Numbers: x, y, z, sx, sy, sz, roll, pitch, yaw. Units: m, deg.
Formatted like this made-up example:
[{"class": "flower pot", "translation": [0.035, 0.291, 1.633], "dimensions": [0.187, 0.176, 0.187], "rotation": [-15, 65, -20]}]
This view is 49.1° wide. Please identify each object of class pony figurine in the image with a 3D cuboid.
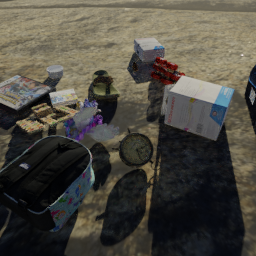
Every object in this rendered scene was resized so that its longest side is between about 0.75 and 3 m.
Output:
[{"class": "pony figurine", "translation": [-1.613, -0.179, 10.610], "dimensions": [2.101, 1.813, 2.177], "rotation": [-29, 39, 16]}]

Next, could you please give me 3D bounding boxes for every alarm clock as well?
[{"class": "alarm clock", "translation": [0.399, 0.877, 9.600], "dimensions": [1.721, 0.573, 1.161], "rotation": [36, 71, 6]}]

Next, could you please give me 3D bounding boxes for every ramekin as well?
[{"class": "ramekin", "translation": [-3.875, -2.991, 14.985], "dimensions": [0.865, 0.422, 0.865], "rotation": [0, 38, 0]}]

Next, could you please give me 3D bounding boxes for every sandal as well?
[{"class": "sandal", "translation": [-1.224, -2.249, 13.666], "dimensions": [1.180, 0.848, 2.971], "rotation": [-10, 39, -13]}]

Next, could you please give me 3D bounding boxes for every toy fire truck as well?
[{"class": "toy fire truck", "translation": [2.198, -2.945, 14.573], "dimensions": [1.557, 1.040, 1.854], "rotation": [-9, 35, -42]}]

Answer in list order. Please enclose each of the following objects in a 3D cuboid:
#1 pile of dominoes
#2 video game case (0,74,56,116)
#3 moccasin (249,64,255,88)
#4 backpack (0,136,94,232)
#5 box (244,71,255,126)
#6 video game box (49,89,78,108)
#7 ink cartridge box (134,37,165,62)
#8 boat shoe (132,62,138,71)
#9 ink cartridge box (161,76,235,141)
[{"class": "pile of dominoes", "translation": [-3.237, -0.522, 10.957], "dimensions": [2.053, 0.419, 2.634], "rotation": [-25, 21, -25]}, {"class": "video game case", "translation": [-5.214, -1.657, 13.321], "dimensions": [2.636, 0.336, 2.382], "rotation": [20, 42, 24]}, {"class": "moccasin", "translation": [5.493, -1.730, 10.750], "dimensions": [1.055, 0.894, 2.623], "rotation": [-12, 39, -13]}, {"class": "backpack", "translation": [-2.180, 1.470, 7.962], "dimensions": [2.207, 1.872, 2.486], "rotation": [21, 52, 24]}, {"class": "box", "translation": [6.525, -1.250, 11.953], "dimensions": [2.350, 1.344, 2.581], "rotation": [4, 38, 8]}, {"class": "video game box", "translation": [-2.992, -1.392, 13.023], "dimensions": [1.170, 0.274, 1.066], "rotation": [-13, 36, -16]}, {"class": "ink cartridge box", "translation": [1.252, -4.774, 16.984], "dimensions": [1.363, 0.800, 1.862], "rotation": [-9, 38, -13]}, {"class": "boat shoe", "translation": [0.388, -3.436, 15.679], "dimensions": [0.298, 0.279, 0.827], "rotation": [-5, 38, -6]}, {"class": "ink cartridge box", "translation": [2.667, -0.903, 11.208], "dimensions": [2.498, 1.606, 1.564], "rotation": [21, 42, 19]}]
